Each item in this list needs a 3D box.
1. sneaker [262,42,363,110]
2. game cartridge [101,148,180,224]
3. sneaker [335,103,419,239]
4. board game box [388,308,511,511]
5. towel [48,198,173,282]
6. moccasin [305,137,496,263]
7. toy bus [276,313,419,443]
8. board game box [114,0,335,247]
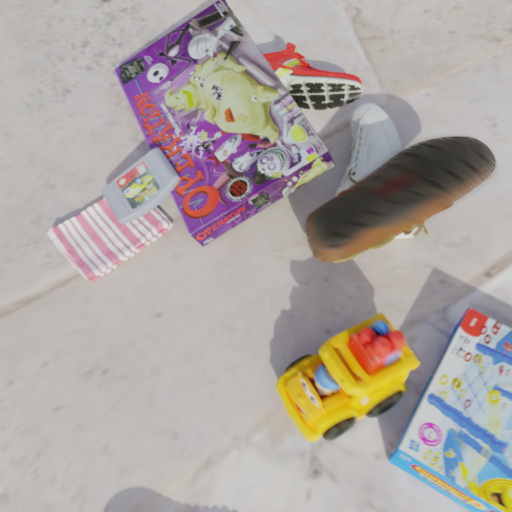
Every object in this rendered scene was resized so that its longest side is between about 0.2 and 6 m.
[{"bbox_3d":[0.855,-3.899,11.807,2.863,1.102,1.216,9,76,5],"label":"sneaker"},{"bbox_3d":[-2.113,-1.254,10.303,1.383,0.283,0.921,-38,71,4],"label":"game cartridge"},{"bbox_3d":[2.039,-1.680,10.542,1.292,1.111,3.052,-7,59,-7],"label":"sneaker"},{"bbox_3d":[3.710,2.488,8.120,2.595,0.741,2.651,28,62,17],"label":"board game box"},{"bbox_3d":[-2.661,-0.500,10.298,1.900,0.284,1.390,-37,65,-21],"label":"towel"},{"bbox_3d":[2.379,-0.857,9.216,3.302,1.274,1.208,-35,70,-2],"label":"moccasin"},{"bbox_3d":[1.367,1.629,8.017,1.859,1.785,1.262,-22,62,-20],"label":"toy bus"},{"bbox_3d":[-0.835,-2.804,11.000,2.870,0.772,4.782,-34,60,9],"label":"board game box"}]
